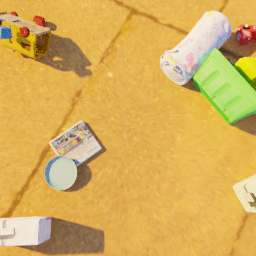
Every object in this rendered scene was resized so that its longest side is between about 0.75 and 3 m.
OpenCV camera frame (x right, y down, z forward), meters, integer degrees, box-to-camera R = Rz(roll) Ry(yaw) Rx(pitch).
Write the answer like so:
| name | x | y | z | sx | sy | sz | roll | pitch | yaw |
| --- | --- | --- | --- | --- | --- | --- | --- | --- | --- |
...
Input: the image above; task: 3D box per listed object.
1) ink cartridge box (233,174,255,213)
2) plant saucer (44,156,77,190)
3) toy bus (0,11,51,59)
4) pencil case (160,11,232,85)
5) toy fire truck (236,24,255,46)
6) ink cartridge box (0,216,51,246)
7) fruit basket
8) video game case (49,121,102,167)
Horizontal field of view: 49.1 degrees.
| name | x | y | z | sx | sy | sz | roll | pitch | yaw |
| --- | --- | --- | --- | --- | --- | --- | --- | --- | --- |
| ink cartridge box | 4.577 | 1.821 | 8.504 | 1.775 | 2.421 | 1.006 | -24 | 79 | -5 |
| plant saucer | -2.294 | 1.541 | 9.639 | 1.170 | 0.160 | 1.170 | -1 | 83 | 10 |
| toy bus | -4.165 | -3.489 | 10.524 | 2.291 | 1.254 | 2.428 | -3 | 38 | -30 |
| pencil case | 2.506 | -2.972 | 10.381 | 1.340 | 1.228 | 2.954 | 45 | 79 | -1 |
| toy fire truck | 5.282 | -3.188 | 10.614 | 2.195 | 0.535 | 1.548 | 3 | 62 | 2 |
| ink cartridge box | -3.470 | 3.180 | 8.684 | 1.831 | 1.334 | 0.777 | -1 | 75 | 0 |
| fruit basket | 3.943 | -1.696 | 9.842 | 2.748 | 1.982 | 2.748 | -1 | 86 | 14 |
| video game case | -1.870 | 0.633 | 9.982 | 1.418 | 0.163 | 1.292 | -35 | 78 | -8 |
